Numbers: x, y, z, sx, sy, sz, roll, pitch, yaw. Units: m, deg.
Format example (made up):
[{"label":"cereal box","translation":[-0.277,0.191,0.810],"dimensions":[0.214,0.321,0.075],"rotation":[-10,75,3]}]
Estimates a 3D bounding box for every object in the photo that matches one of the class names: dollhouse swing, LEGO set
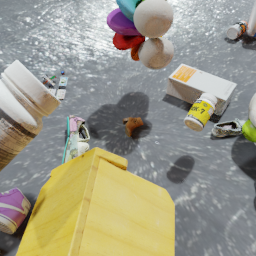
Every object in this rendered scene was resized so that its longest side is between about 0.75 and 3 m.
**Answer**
[{"label":"dollhouse swing","translation":[-0.648,2.470,6.851],"dimensions":[2.634,2.548,2.899],"rotation":[-28,37,33]},{"label":"LEGO set","translation":[-2.889,-1.648,10.944],"dimensions":[1.060,0.348,1.419],"rotation":[2,58,2]}]

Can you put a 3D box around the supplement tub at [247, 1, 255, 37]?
[{"label":"supplement tub","translation":[7.154,-4.988,12.952],"dimensions":[2.741,1.809,1.809],"rotation":[13,48,13]}]

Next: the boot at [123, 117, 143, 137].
[{"label":"boot","translation":[0.202,-0.055,9.399],"dimensions":[0.639,0.316,0.823],"rotation":[-6,40,-11]}]

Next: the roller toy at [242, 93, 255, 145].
[{"label":"roller toy","translation":[4.789,-0.206,8.412],"dimensions":[2.306,1.611,2.103],"rotation":[10,63,29]}]

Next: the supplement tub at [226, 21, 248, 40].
[{"label":"supplement tub","translation":[5.286,-4.744,13.503],"dimensions":[1.071,0.656,0.656],"rotation":[-36,57,-28]}]

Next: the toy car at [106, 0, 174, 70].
[{"label":"toy car","translation":[0.358,-3.230,8.667],"dimensions":[1.999,2.665,2.333],"rotation":[-4,53,7]}]

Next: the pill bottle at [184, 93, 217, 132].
[{"label":"pill bottle","translation":[2.026,-0.445,7.744],"dimensions":[0.570,0.570,0.998],"rotation":[27,71,23]}]

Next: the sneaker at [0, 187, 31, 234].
[{"label":"sneaker","translation":[-3.468,1.929,7.322],"dimensions":[1.914,0.694,1.091],"rotation":[21,44,8]}]

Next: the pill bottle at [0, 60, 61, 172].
[{"label":"pill bottle","translation":[-2.855,-0.037,5.973],"dimensions":[2.722,1.540,1.540],"rotation":[-46,59,-6]}]

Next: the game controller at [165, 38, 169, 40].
[{"label":"game controller","translation":[1.652,-3.708,12.856],"dimensions":[0.665,0.268,1.274],"rotation":[-12,46,9]}]

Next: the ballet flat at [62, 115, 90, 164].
[{"label":"ballet flat","translation":[-1.579,0.424,8.672],"dimensions":[0.778,0.756,2.186],"rotation":[4,44,-10]}]

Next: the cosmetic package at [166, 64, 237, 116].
[{"label":"cosmetic package","translation":[2.659,-1.448,10.321],"dimensions":[2.221,0.791,1.126],"rotation":[27,52,22]}]

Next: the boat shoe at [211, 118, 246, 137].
[{"label":"boat shoe","translation":[3.416,-0.042,9.256],"dimensions":[1.312,0.421,0.484],"rotation":[-9,48,-8]}]
